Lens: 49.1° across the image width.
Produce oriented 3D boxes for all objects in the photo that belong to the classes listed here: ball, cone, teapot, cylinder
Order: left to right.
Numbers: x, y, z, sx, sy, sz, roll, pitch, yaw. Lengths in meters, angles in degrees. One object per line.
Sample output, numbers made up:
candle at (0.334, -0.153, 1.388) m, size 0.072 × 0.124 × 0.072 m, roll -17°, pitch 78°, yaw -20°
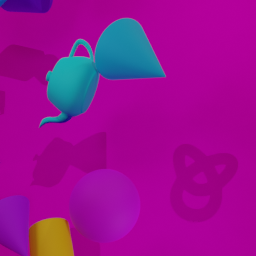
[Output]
cone at (-1.769, 1.682, 4.384) m, size 0.871 × 0.871 × 0.874 m, roll -38°, pitch 59°, yaw -14°
cylinder at (-2.715, -3.627, 7.328) m, size 1.121 × 1.121 × 1.121 m, roll 7°, pitch 68°, yaw 12°
cylinder at (-1.335, 2.045, 4.861) m, size 0.708 × 0.708 × 0.708 m, roll -16°, pitch 53°, yaw -6°
teapot at (-1.212, -0.836, 5.748) m, size 0.987 × 1.254 × 2.017 m, roll 21°, pitch 91°, yaw 1°
ball at (-0.406, 1.348, 4.922) m, size 1.242 × 1.242 × 1.242 m, roll 0°, pitch 68°, yaw 0°
cone at (0.256, -1.235, 5.293) m, size 1.278 × 1.278 × 1.283 m, roll -40°, pitch 54°, yaw -14°

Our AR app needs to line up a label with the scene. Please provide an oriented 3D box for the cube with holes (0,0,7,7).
cube with holes at (-3.062, -3.005, 5.868) m, size 0.771 × 0.771 × 0.771 m, roll -22°, pitch 64°, yaw 31°

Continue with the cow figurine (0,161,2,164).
cow figurine at (-3.078, 1.293, 5.412) m, size 1.660 × 0.926 × 1.687 m, roll -33°, pitch 60°, yaw -27°
